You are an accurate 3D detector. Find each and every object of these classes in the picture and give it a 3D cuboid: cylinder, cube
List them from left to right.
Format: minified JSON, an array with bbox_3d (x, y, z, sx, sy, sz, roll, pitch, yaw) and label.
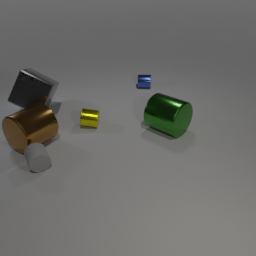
[{"bbox_3d":[-3.475,-0.015,10.017,1.400,1.400,1.400,19,35,29],"label":"cylinder"},{"bbox_3d":[-3.894,-1.529,11.686,1.400,1.400,1.400,26,11,-10],"label":"cube"},{"bbox_3d":[-2.925,0.945,9.034,0.700,0.700,0.700,-16,38,-25],"label":"cylinder"},{"bbox_3d":[-1.541,-0.410,11.302,0.700,0.700,0.700,8,30,-5],"label":"cylinder"},{"bbox_3d":[0.876,-2.491,14.948,0.700,0.700,0.700,2,30,4],"label":"cylinder"},{"bbox_3d":[1.561,-0.519,10.885,1.400,1.400,1.400,24,38,35],"label":"cylinder"}]
